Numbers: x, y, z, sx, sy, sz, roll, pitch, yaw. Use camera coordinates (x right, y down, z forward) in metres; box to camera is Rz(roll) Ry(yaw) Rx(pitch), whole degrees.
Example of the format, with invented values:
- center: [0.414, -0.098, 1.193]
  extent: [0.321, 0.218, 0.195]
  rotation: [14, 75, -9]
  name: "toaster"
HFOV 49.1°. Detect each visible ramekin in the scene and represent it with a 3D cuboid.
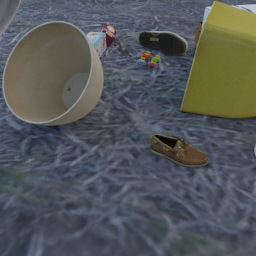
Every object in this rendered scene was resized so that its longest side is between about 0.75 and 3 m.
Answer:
- center: [-2.167, -1.325, 3.321]
  extent: [1.669, 0.876, 1.669]
  rotation: [-41, 20, 18]
  name: "ramekin"

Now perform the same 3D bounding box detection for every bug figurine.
- center: [0.812, -2.696, 11.133]
  extent: [0.876, 0.291, 1.130]
  rotation: [17, 35, 12]
  name: "bug figurine"

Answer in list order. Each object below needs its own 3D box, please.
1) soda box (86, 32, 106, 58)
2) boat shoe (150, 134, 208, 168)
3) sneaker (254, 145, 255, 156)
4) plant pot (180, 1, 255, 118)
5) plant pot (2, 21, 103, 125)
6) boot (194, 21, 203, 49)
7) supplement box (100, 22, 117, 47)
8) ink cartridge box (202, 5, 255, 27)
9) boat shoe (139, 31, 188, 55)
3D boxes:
- center: [-1.528, -3.236, 11.494]
  extent: [0.769, 0.715, 2.249]
  rotation: [7, 38, 9]
  name: "soda box"
- center: [1.195, 0.518, 6.644]
  extent: [1.437, 0.489, 0.517]
  rotation: [13, 39, 17]
  name: "boat shoe"
- center: [3.788, 0.807, 5.875]
  extent: [0.925, 0.977, 2.534]
  rotation: [-21, 43, -27]
  name: "sneaker"
- center: [3.349, -1.838, 8.212]
  extent: [2.706, 2.628, 2.645]
  rotation: [17, 39, 11]
  name: "plant pot"
- center: [-1.711, -1.222, 7.625]
  extent: [2.653, 1.781, 2.653]
  rotation: [-5, 76, 21]
  name: "plant pot"
- center: [3.416, -3.785, 11.832]
  extent: [0.587, 1.188, 1.530]
  rotation: [-16, 39, -20]
  name: "boot"
- center: [-0.952, -4.272, 12.827]
  extent: [0.655, 0.508, 1.187]
  rotation: [34, 32, -19]
  name: "supplement box"
- center: [4.239, -3.373, 10.469]
  extent: [2.919, 2.133, 1.231]
  rotation: [-5, 40, -7]
  name: "ink cartridge box"
- center: [1.673, -3.809, 12.220]
  extent: [2.475, 0.887, 0.943]
  rotation: [30, 35, 34]
  name: "boat shoe"
